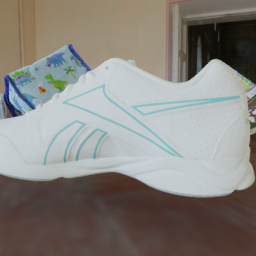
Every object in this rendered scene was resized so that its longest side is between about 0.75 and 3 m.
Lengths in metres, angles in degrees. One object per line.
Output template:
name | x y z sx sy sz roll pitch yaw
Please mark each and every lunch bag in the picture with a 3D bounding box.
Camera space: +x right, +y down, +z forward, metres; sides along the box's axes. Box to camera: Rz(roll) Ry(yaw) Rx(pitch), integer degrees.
lunch bag | -1.811 -0.754 6.400 1.662 1.245 1.954 -37 -5 -27

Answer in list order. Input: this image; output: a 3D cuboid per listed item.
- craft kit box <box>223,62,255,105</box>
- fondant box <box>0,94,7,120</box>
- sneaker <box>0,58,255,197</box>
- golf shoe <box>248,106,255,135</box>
craft kit box | 2.351 -0.873 6.895 1.221 1.237 0.300 46 -9 31
fondant box | -3.708 -0.259 5.994 1.964 0.572 1.417 -8 21 -18
sneaker | -0.252 -0.061 2.443 2.491 0.998 0.876 0 8 15
golf shoe | 2.464 -0.046 5.863 1.817 0.701 0.800 5 47 9
